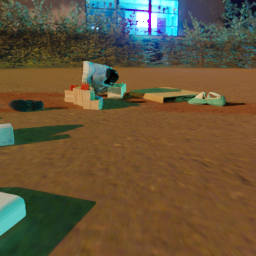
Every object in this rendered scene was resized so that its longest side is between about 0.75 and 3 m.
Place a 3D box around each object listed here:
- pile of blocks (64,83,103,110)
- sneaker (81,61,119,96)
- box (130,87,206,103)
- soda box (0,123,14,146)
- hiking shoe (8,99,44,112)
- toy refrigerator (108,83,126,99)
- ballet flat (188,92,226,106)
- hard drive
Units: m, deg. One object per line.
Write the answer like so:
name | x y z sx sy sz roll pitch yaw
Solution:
pile of blocks | -1.526 -1.290 10.448 1.076 0.815 2.622 -9 17 -30
sneaker | -1.017 -1.975 11.886 1.324 1.153 2.943 4 0 6
box | 1.646 -1.470 12.230 2.198 0.286 2.689 -8 17 -27
soda box | -2.906 0.178 5.588 1.136 0.388 0.360 -8 16 -27
hiking shoe | -3.409 -0.736 9.291 1.107 0.419 0.557 0 2 -35
toy refrigerator | -0.482 -1.706 12.590 0.601 0.554 1.584 2 14 7
ballet flat | 2.916 -1.097 10.352 1.374 0.484 0.463 7 20 29
hard drive | -2.149 1.071 2.326 1.417 0.282 2.149 5 16 19
